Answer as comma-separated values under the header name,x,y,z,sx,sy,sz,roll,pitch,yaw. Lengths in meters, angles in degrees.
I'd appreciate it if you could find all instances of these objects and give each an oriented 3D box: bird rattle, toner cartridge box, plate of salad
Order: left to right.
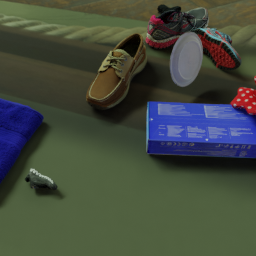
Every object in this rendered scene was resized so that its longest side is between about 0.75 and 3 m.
name,x,y,z,sx,sy,sz,roll,pitch,yaw
plate of salad,1.597,-1.905,7.822,1.492,1.492,0.358,-38,41,-28
toner cartridge box,1.855,0.027,7.066,2.757,0.595,1.309,3,49,2
bird rattle,3.997,-0.398,7.118,2.490,1.403,2.030,30,26,28

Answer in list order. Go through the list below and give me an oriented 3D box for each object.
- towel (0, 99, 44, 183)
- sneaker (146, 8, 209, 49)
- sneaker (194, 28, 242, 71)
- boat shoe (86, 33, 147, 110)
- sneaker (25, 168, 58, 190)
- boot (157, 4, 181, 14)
name,x,y,z,sx,sy,sz,roll,pitch,yaw
towel,-3.459,0.287,6.827,1.856,0.623,2.514,12,51,11
sneaker,1.883,-3.749,9.998,2.759,1.030,1.112,-31,56,-24
sneaker,3.140,-2.758,9.274,1.042,0.865,2.181,-18,52,-17
boat shoe,-0.328,-1.815,8.300,1.123,1.096,2.969,19,52,15
sneaker,-1.966,1.237,6.264,0.857,0.285,0.388,24,56,23
boot,1.659,-4.839,11.413,0.832,0.308,0.681,-33,56,-22
